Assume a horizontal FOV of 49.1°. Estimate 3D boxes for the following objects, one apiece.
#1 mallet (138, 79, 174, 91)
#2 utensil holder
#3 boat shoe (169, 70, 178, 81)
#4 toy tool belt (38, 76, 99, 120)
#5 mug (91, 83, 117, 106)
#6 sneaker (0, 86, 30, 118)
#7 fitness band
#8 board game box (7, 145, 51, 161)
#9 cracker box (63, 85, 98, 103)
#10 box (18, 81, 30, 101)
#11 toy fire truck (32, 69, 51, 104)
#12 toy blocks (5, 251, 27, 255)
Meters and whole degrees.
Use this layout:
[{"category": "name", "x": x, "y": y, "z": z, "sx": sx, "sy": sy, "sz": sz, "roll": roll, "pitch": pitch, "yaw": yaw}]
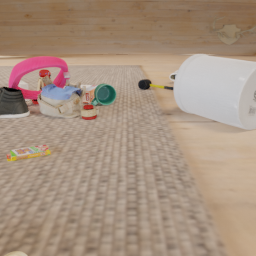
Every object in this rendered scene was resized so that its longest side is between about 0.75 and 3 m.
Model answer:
[{"category": "mallet", "x": 1.793, "y": -2.086, "z": 14.199, "sx": 2.512, "sy": 0.517, "sz": 0.827, "roll": 11, "pitch": 17, "yaw": 16}, {"category": "utensil holder", "x": 3.018, "y": -1.200, "z": 8.796, "sx": 2.064, "sy": 2.064, "sz": 2.429, "roll": -12, "pitch": 22, "yaw": -32}, {"category": "boat shoe", "x": 3.608, "y": -2.781, "z": 15.422, "sx": 2.874, "sy": 1.018, "sz": 0.996, "roll": 3, "pitch": 17, "yaw": 41}, {"category": "toy tool belt", "x": -2.044, "y": -1.054, "z": 9.474, "sx": 2.149, "sy": 1.320, "sz": 1.342, "roll": 9, "pitch": 20, "yaw": 25}, {"category": "mug", "x": -1.028, "y": -1.361, "z": 11.221, "sx": 1.007, "sy": 0.827, "sz": 0.623, "roll": -7, "pitch": 17, "yaw": -20}, {"category": "sneaker", "x": -4.430, "y": -0.844, "z": 9.295, "sx": 2.111, "sy": 1.047, "sz": 0.746, "roll": -6, "pitch": 21, "yaw": -15}, {"category": "fitness band", "x": -3.150, "y": -1.681, "z": 9.895, "sx": 1.911, "sy": 0.498, "sz": 2.660, "roll": -8, "pitch": -14, "yaw": -32}, {"category": "board game box", "x": -2.299, "y": 0.571, "z": 6.467, "sx": 0.939, "sy": 0.141, "sz": 0.448, "roll": -11, "pitch": 20, "yaw": -23}, {"category": "cracker box", "x": -2.332, "y": -1.497, "z": 12.058, "sx": 1.948, "sy": 0.562, "sz": 1.305, "roll": 3, "pitch": 18, "yaw": 11}, {"category": "box", "x": -4.693, "y": -1.595, "z": 12.082, "sx": 0.573, "sy": 0.731, "sz": 1.176, "roll": -11, "pitch": 21, "yaw": -31}, {"category": "toy fire truck", "x": -3.621, "y": -1.755, "z": 11.803, "sx": 0.418, "sy": 1.716, "sz": 1.210, "roll": 0, "pitch": -10, "yaw": -1}, {"category": "toy blocks", "x": -2.147, "y": 1.540, "z": 2.602, "sx": 1.861, "sy": 0.676, "sz": 1.551, "roll": 7, "pitch": 19, "yaw": 21}]
